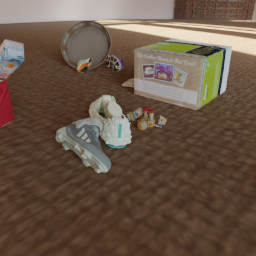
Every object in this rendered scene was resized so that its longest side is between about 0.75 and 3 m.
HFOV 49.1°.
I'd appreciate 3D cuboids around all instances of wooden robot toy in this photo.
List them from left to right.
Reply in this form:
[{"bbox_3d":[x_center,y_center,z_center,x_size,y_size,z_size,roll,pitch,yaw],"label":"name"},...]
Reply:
[{"bbox_3d":[0.450,-0.235,8.501,1.378,0.607,0.625,18,42,34],"label":"wooden robot toy"}]

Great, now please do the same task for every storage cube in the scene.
[{"bbox_3d":[-4.491,-0.695,8.439,1.544,1.388,1.320,9,27,16],"label":"storage cube"}]

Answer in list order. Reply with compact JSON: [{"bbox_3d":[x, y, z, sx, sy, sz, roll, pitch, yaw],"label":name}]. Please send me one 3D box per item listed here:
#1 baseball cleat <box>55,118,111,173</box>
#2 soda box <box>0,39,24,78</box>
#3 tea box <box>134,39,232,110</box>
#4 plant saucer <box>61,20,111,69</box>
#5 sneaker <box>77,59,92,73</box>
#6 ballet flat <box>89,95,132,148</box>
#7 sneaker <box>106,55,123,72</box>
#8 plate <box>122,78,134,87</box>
[{"bbox_3d":[-0.936,0.269,6.939,1.196,0.783,2.247,-38,42,-24],"label":"baseball cleat"},{"bbox_3d":[-2.799,-1.540,6.408,0.407,0.437,1.279,2,-11,-39],"label":"soda box"},{"bbox_3d":[2.131,-2.264,11.046,2.835,1.894,2.789,20,32,35],"label":"tea box"},{"bbox_3d":[-2.224,-4.444,15.222,2.779,2.779,0.446,5,-7,9],"label":"plant saucer"},{"bbox_3d":[-2.415,-3.224,14.609,0.655,0.539,1.423,2,28,17],"label":"sneaker"},{"bbox_3d":[-0.524,-0.450,8.438,1.061,1.061,2.958,-8,27,-17],"label":"ballet flat"},{"bbox_3d":[-0.590,-3.535,15.005,0.825,0.797,1.978,-2,25,-17],"label":"sneaker"},{"bbox_3d":[0.330,-2.049,12.619,0.959,0.155,0.957,10,28,20],"label":"plate"}]
